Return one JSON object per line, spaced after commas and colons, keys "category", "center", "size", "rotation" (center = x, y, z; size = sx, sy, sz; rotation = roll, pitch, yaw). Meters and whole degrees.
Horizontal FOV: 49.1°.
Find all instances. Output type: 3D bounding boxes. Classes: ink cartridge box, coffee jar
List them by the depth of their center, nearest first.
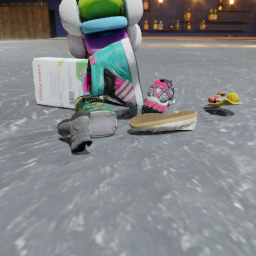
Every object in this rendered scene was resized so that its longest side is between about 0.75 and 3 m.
{"category": "coffee jar", "center": [-0.899, -0.369, 7.338], "size": [0.875, 0.716, 1.677], "rotation": [-5, 21, -18]}
{"category": "ink cartridge box", "center": [-1.923, -1.466, 9.067], "size": [2.081, 1.507, 0.874], "rotation": [8, 20, 21]}

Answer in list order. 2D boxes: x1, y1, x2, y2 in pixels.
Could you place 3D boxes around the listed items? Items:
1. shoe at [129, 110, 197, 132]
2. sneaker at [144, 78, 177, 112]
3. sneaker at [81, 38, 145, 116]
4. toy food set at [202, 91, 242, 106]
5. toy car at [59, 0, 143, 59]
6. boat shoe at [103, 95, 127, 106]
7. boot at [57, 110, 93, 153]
{"category": "shoe", "center": [0.906, -0.095, 7.036], "size": [1.770, 0.472, 0.619], "rotation": [-7, 23, -10]}
{"category": "sneaker", "center": [1.174, -1.211, 9.088], "size": [0.936, 0.867, 2.321], "rotation": [21, 22, 6]}
{"category": "sneaker", "center": [-0.432, -1.072, 7.454], "size": [1.532, 2.537, 1.061], "rotation": [-14, 50, 1]}
{"category": "toy food set", "center": [2.872, -0.908, 8.542], "size": [0.811, 0.450, 1.379], "rotation": [-2, 3, -15]}
{"category": "toy car", "center": [-0.749, -3.005, 9.289], "size": [2.601, 2.972, 2.229], "rotation": [-10, 64, -5]}
{"category": "boat shoe", "center": [-0.734, -1.321, 9.838], "size": [2.795, 0.896, 1.030], "rotation": [12, 33, 41]}
{"category": "boot", "center": [-1.202, 0.183, 6.090], "size": [0.421, 0.795, 1.208], "rotation": [9, -26, -33]}
